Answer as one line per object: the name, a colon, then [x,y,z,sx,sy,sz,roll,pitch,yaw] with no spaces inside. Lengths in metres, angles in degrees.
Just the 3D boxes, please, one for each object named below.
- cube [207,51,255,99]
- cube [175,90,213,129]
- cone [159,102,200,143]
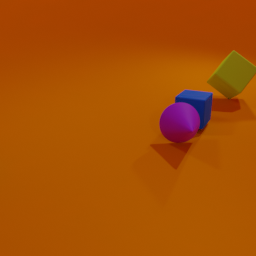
cube: [3.556,-1.786,9.629,1.054,1.054,1.054,39,-4,4]
cube: [1.913,-0.566,8.193,0.864,0.864,0.864,11,26,28]
cone: [1.415,-0.030,6.895,1.095,1.095,1.099,-3,11,-5]
